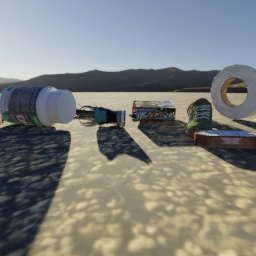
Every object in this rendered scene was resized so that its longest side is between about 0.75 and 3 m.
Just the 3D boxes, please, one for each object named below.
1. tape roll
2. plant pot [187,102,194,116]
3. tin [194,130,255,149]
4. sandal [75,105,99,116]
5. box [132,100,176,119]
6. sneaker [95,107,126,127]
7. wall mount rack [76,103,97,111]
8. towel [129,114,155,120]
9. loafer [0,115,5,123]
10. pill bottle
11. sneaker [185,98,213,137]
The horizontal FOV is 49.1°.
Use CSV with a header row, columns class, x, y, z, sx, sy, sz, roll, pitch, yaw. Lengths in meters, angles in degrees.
class,x,y,z,sx,sy,sz,roll,pitch,yaw
tape roll,5.119,-1.698,13.220,0.478,2.617,2.617,-9,13,-39
plant pot,3.335,-0.867,13.854,0.796,0.796,0.725,4,18,22
tin,2.842,0.300,8.013,1.867,0.391,1.045,2,14,9
sandal,-1.724,-0.928,14.841,2.558,0.548,0.973,3,10,19
box,1.180,-0.916,13.510,1.921,0.530,2.813,2,11,2
sneaker,-0.742,-0.456,11.113,1.135,0.786,1.880,3,1,-12
wall mount rack,-2.548,-1.171,16.392,1.253,0.538,1.442,2,9,14
towel,1.148,-0.601,13.878,1.889,0.215,1.357,-5,12,-31
loafer,-5.633,-0.403,12.274,0.341,0.390,1.085,7,7,0
pill bottle,-3.678,-0.906,11.480,2.821,1.595,1.595,3,10,21
sneaker,2.536,-0.462,9.941,0.897,1.201,2.675,3,10,14
